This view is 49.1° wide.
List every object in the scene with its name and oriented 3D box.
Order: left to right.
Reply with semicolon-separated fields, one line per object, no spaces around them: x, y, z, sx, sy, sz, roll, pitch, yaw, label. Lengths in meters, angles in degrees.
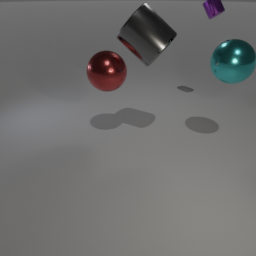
-0.730;-1.958;9.684;1.400;1.400;1.400;0;28;0;ball
0.592;-2.932;8.921;1.400;1.400;1.400;42;31;-7;cylinder
3.550;-4.994;11.594;0.700;0.700;0.700;-27;8;4;cylinder
3.352;-2.113;8.957;1.400;1.400;1.400;0;28;0;ball
